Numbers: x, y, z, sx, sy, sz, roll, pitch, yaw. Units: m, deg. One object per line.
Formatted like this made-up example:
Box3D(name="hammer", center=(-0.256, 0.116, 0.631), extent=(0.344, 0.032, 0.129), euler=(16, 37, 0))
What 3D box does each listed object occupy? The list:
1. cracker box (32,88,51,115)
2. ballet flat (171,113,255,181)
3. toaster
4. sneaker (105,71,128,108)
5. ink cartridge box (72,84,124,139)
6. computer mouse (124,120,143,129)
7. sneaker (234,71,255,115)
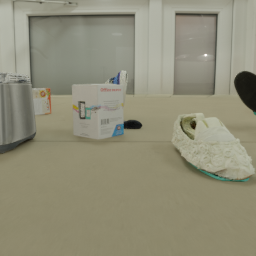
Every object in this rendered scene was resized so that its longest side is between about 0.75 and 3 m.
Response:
Box3D(name="cracker box", center=(-4.066, -1.099, 11.678), extent=(1.652, 1.107, 0.477), euler=(-8, 11, -43))
Box3D(name="ballet flat", center=(1.157, 0.151, 4.439), extent=(0.818, 0.818, 2.280), euler=(-1, 9, -8))
Box3D(name="toaster", center=(-2.615, -0.379, 5.649), extent=(1.256, 1.428, 2.211), euler=(1, 8, 2))
Box3D(name="sneaker", center=(-0.866, -1.113, 9.162), extent=(1.560, 0.858, 2.130), euler=(9, -31, -3))
Box3D(name="ink cartridge box", center=(-0.710, -0.435, 6.710), extent=(0.893, 1.224, 0.898), euler=(7, 11, 39))
Box3D(name="computer mouse", center=(-0.278, -0.138, 8.000), extent=(1.398, 0.238, 0.410), euler=(3, 7, 7))
Box3D(name="sneaker", center=(3.500, -0.804, 7.395), extent=(0.809, 1.936, 1.169), euler=(-44, 5, 20))
